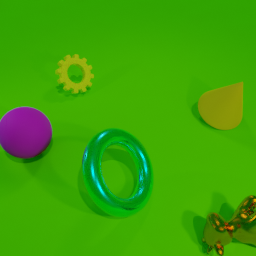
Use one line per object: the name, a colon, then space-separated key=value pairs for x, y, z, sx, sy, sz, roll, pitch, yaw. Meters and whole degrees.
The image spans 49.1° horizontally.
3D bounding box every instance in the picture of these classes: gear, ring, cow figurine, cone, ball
gear: x=-1.702 y=-1.731 z=9.021 sx=1.223 sy=1.223 sz=0.226 roll=-34 pitch=17 yaw=-31
ring: x=-0.154 y=0.902 z=5.903 sx=0.377 sy=1.885 sz=1.885 roll=-24 pitch=24 yaw=42
cow figurine: x=2.169 y=1.957 z=5.319 sx=1.372 sy=1.350 sz=0.753 roll=34 pitch=13 yaw=-15
cone: x=2.792 y=-0.847 z=7.631 sx=1.350 sy=1.355 sz=1.350 roll=4 pitch=63 yaw=-7
ball: x=-2.500 y=0.112 z=6.836 sx=1.263 sy=1.263 sz=1.263 roll=0 pitch=42 yaw=0
